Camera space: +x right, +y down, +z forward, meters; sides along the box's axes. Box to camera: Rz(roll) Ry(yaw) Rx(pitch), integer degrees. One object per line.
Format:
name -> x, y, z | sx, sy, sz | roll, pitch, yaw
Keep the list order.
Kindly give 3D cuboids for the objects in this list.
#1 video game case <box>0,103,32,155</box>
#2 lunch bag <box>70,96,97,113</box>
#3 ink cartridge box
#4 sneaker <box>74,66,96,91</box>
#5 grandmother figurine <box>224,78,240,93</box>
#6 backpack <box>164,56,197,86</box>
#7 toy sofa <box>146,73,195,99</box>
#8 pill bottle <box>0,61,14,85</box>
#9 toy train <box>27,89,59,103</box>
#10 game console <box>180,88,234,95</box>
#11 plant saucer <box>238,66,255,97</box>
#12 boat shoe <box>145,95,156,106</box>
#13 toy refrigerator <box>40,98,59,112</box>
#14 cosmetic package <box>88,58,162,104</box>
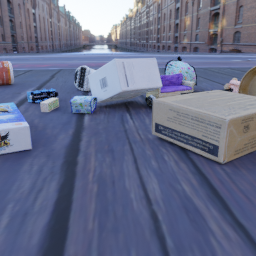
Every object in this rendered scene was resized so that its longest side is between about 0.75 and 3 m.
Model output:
video game case -> -3.482, 0.022, 6.142 | 2.232, 0.560, 2.463 | -9, 20, -27
lunch bag -> -1.355, -0.767, 8.678 | 0.685, 0.513, 0.805 | 2, 28, 6
ink cartridge box -> 2.036, -0.192, 6.220 | 2.383, 0.895, 1.963 | -12, 21, -34
sneaker -> -1.239, -2.019, 12.047 | 2.894, 1.087, 1.173 | 17, 8, 41
grandmother figurine -> 4.570, -1.261, 9.842 | 1.410, 0.704, 2.324 | -45, 37, -20
backpack -> 2.261, -2.208, 12.142 | 1.080, 1.424, 1.706 | -24, 25, -7
toy sofa -> 1.592, -1.551, 10.498 | 1.838, 0.897, 0.761 | -10, 21, -32
pill bottle -> -6.555, -2.567, 13.281 | 1.996, 1.119, 1.119 | -10, 20, -28
toy train -> -3.051, -1.171, 10.056 | 1.075, 0.466, 0.614 | -15, 17, -40
game console -> 2.852, -1.242, 9.927 | 1.803, 0.217, 1.063 | -9, 9, -22
plant saucer -> 3.665, -0.885, 7.191 | 0.284, 1.606, 1.606 | -20, 27, -41
boat shoe -> 0.780, -0.862, 9.343 | 0.292, 0.354, 1.032 | -19, 16, 2
toy refrigerator -> -2.477, -0.742, 8.946 | 0.275, 0.298, 0.785 | 4, 18, 11
cosmetic package -> -0.114, -1.542, 9.189 | 1.692, 1.040, 1.687 | -10, -2, -38
